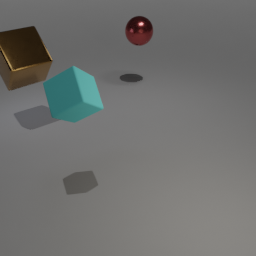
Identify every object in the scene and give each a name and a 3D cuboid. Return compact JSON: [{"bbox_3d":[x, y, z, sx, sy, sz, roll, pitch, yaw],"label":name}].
[{"bbox_3d":[0.552,-4.793,13.854,1.400,1.400,1.400,0,29,0],"label":"ball"},{"bbox_3d":[-3.583,-2.321,9.410,1.400,1.400,1.400,-26,-6,-32],"label":"cube"},{"bbox_3d":[-0.983,-0.580,5.092,0.700,0.700,0.700,-24,-15,19],"label":"cube"}]
